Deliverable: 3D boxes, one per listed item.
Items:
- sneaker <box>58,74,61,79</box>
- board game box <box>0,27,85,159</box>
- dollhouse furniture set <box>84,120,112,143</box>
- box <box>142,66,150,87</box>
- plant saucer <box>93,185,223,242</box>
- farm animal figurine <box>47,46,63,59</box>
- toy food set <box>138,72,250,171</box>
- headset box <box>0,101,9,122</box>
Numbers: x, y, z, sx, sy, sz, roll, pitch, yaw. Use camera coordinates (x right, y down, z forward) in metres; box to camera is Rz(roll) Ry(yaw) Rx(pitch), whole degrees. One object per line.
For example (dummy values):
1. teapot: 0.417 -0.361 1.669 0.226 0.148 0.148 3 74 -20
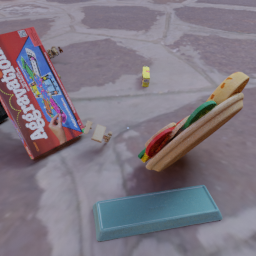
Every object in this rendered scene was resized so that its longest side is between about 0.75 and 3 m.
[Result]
1. sneaker: -2.132 -0.886 8.059 0.688 0.597 1.553 25 52 -16
2. board game box: -2.241 -0.867 6.569 1.466 2.848 0.277 -29 6 -32
3. dollhouse furniture set: -0.745 0.221 6.493 0.650 0.762 0.372 21 66 -5
4. box: 0.617 -1.801 9.732 0.243 0.365 0.969 6 34 -1
5. plant saucer: 0.522 1.489 5.141 2.292 0.217 0.801 -7 35 -9
6. farm animal figurine: -3.065 -3.072 11.277 0.828 0.416 0.669 -6 32 41
7. toy food set: 1.228 0.031 5.480 2.380 2.405 0.585 -32 76 -22
8. headset box: -4.816 -1.412 7.219 2.916 2.539 1.353 18 40 24
